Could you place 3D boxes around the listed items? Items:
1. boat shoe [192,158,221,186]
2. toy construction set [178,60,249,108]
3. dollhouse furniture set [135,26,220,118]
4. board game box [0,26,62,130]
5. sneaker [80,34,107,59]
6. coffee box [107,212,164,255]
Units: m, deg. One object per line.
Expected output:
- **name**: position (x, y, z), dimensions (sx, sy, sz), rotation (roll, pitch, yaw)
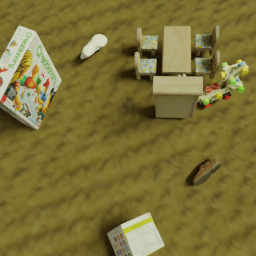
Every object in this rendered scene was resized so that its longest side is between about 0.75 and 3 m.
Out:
- **boat shoe**: position (2.250, 1.289, 8.249), dimensions (1.052, 0.378, 0.358), rotation (-34, 47, -15)
- **toy construction set**: position (2.530, -1.279, 8.336), dimensions (2.021, 1.325, 0.931), rotation (-9, 66, 22)
- **dollhouse furniture set**: position (1.409, -1.900, 8.148), dimensions (2.439, 1.848, 2.783), rotation (2, 73, 7)
- **board game box**: position (-2.663, -1.145, 7.577), dimensions (0.497, 2.871, 1.812), rotation (21, 78, 3)
- **sneaker**: position (-1.167, -2.652, 9.191), dimensions (0.436, 0.513, 1.159), rotation (49, 58, -10)
- **coffee box**: position (0.181, 2.836, 7.127), dimensions (0.913, 0.911, 0.903), rotation (-12, 66, -34)
